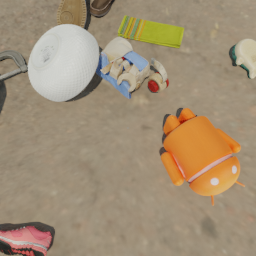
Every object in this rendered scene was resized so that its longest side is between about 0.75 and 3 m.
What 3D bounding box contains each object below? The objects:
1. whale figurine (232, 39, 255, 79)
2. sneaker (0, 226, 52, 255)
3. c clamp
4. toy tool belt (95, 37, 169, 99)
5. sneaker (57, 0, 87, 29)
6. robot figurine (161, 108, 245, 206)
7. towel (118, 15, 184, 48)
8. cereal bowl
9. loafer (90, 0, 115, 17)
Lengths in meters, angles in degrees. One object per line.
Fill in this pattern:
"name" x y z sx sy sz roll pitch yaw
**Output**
"whale figurine" 3.817 -2.184 8.963 1.004 0.655 1.262 -24 92 -14
"sneaker" -2.583 2.692 6.804 1.576 0.581 0.684 9 35 12
"c clamp" -3.943 -1.804 8.814 1.994 0.270 1.703 -23 65 -17
"toy tool belt" -0.122 -1.483 8.075 2.293 1.432 1.409 40 66 21
"sneaker" -1.856 -4.289 9.754 0.965 1.493 2.752 1 96 -2
"robot figurine" 1.869 0.661 7.157 1.741 1.411 2.420 -5 57 -49
"towel" 0.799 -3.335 9.627 2.181 0.197 0.939 13 67 6
"cereal bowl" -1.932 -1.893 7.639 2.227 0.927 2.227 -11 68 28
"loafer" -0.815 -4.753 10.015 0.664 0.646 1.819 24 68 11
